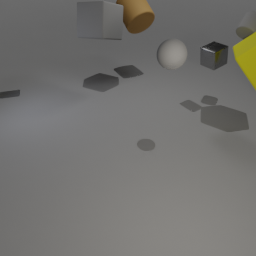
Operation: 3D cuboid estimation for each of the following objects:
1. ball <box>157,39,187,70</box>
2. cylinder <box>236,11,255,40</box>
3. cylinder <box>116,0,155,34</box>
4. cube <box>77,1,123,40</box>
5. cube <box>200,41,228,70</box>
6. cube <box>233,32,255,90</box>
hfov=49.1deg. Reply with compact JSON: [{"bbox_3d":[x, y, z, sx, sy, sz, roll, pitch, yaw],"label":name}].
[{"bbox_3d":[1.013,-1.700,6.471,0.700,0.700,0.700,0,33,0],"label":"ball"},{"bbox_3d":[4.201,-3.519,9.654,0.700,0.700,0.700,26,80,34],"label":"cylinder"},{"bbox_3d":[0.319,-5.367,12.945,1.400,1.400,1.400,-19,73,-26],"label":"cylinder"},{"bbox_3d":[-1.165,-4.473,11.773,1.400,1.400,1.400,13,20,31],"label":"cube"},{"bbox_3d":[3.134,-2.636,10.212,0.700,0.700,0.700,-29,42,-21],"label":"cube"},{"bbox_3d":[4.379,-2.264,8.951,1.400,1.400,1.400,-32,18,30],"label":"cube"}]
